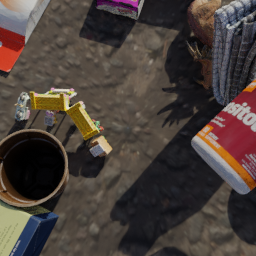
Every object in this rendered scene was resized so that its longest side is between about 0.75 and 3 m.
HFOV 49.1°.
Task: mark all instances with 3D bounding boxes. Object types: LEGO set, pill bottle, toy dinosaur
[{"bbox_3d":[-1.438,-0.356,7.110,2.640,0.983,1.214,24,112,1],"label":"LEGO set"},{"bbox_3d":[2.367,-0.083,4.885,2.334,1.318,1.318,-44,80,4],"label":"pill bottle"},{"bbox_3d":[2.146,-2.602,7.407,1.913,1.211,2.822,-26,71,3],"label":"toy dinosaur"}]

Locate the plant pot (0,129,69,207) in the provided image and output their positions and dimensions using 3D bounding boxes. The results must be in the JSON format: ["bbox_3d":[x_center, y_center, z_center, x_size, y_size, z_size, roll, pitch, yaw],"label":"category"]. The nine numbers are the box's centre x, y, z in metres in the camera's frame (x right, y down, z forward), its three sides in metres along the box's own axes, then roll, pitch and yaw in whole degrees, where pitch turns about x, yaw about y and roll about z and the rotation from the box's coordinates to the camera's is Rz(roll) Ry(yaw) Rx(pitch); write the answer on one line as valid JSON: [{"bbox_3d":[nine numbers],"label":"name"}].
[{"bbox_3d":[-2.021,0.986,6.236,1.549,1.533,1.549,1,72,-3],"label":"plant pot"}]

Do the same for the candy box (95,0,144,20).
[{"bbox_3d":[-0.048,-4.207,8.059,1.293,0.578,1.896,18,77,4],"label":"candy box"}]

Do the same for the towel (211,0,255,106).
[{"bbox_3d":[3.192,-1.747,6.231,2.373,2.866,1.227,-30,56,-6],"label":"towel"}]

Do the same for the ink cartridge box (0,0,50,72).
[{"bbox_3d":[-3.721,-3.193,7.774,2.225,0.688,2.744,22,74,6],"label":"ink cartridge box"}]

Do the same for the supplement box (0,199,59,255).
[{"bbox_3d":[-3.163,2.430,5.890,2.310,1.553,2.313,25,77,6],"label":"supplement box"}]
